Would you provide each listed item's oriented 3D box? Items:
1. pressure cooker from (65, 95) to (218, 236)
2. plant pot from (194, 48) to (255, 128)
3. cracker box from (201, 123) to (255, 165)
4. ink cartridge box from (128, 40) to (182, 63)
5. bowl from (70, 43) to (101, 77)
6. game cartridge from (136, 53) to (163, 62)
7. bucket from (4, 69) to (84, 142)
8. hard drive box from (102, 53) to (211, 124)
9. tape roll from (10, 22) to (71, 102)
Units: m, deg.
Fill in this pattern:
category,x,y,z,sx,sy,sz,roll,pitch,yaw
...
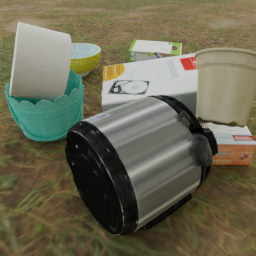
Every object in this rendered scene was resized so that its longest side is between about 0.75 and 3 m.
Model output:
category,x,y,z,sx,sy,sz,roll,pitch,yaw
pressure cooker,0.378,0.604,6.114,2.847,2.543,2.504,-24,54,-30
plant pot,2.168,-0.810,6.240,1.619,1.482,1.619,10,1,0
cracker box,2.498,-0.035,8.705,1.880,0.810,2.807,1,33,1
ink cartridge box,1.360,-3.600,13.865,2.456,0.931,1.816,7,34,8
bowl,-2.259,-3.027,12.823,2.107,1.134,2.107,-1,35,1
game cartridge,0.785,-1.841,10.997,2.866,0.550,1.858,-28,76,-34
bucket,-2.550,-0.769,9.026,2.404,1.564,2.404,-3,36,2
hard drive box,0.795,-1.062,8.331,2.993,1.150,2.333,-8,37,2
tape roll,-2.604,-1.863,8.207,1.432,2.085,2.085,6,30,-25
